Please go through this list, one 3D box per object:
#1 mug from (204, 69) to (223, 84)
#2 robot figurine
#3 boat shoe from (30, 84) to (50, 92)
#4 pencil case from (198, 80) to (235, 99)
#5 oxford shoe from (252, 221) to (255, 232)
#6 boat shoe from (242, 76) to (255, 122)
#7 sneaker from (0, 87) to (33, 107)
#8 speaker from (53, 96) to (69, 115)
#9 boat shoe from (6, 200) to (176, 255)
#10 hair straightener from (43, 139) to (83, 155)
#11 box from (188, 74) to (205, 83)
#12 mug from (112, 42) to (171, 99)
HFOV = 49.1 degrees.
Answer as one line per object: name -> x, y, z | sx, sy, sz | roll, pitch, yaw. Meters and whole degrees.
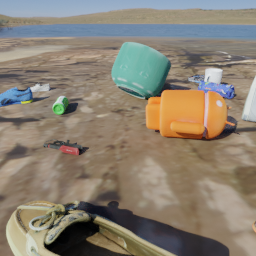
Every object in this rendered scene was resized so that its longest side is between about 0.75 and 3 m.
mug -> 3.507, -2.013, 11.758 | 0.929, 0.815, 0.686 | -19, 28, -39
robot figurine -> 1.533, -0.359, 7.060 | 2.116, 1.234, 1.522 | 3, -9, 13
boat shoe -> -3.714, -1.688, 11.641 | 0.909, 0.299, 0.327 | -4, 22, -11
pencil case -> 3.379, -1.480, 10.791 | 1.396, 0.545, 0.606 | 18, 29, 38
oxford shoe -> 2.172, 1.445, 3.671 | 0.378, 0.387, 1.061 | -17, 27, -37
boat shoe -> 4.010, -0.955, 8.490 | 0.686, 0.672, 1.925 | 19, 64, 18
sneaker -> -4.188, -1.129, 9.831 | 1.605, 0.629, 0.529 | -11, 26, -22
speaker -> -2.191, -0.752, 9.149 | 0.419, 0.419, 0.948 | -1, 22, -3
boat shoe -> -0.436, 1.357, 3.253 | 2.722, 0.853, 0.998 | 14, 26, 31
hair straightener -> -1.520, 0.429, 6.550 | 1.035, 0.212, 0.398 | 3, 21, 20
box -> 3.504, -2.352, 13.419 | 0.939, 0.233, 0.932 | 17, 27, 38
mug -> 0.461, -1.935, 10.452 | 1.981, 1.491, 2.412 | 21, -4, 20
